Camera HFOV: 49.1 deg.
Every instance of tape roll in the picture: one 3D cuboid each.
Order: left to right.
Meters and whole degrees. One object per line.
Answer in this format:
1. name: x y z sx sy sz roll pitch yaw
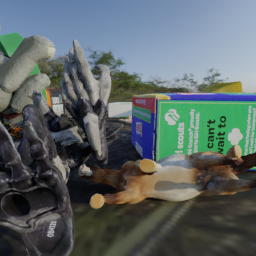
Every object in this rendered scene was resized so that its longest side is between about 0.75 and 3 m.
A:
1. tape roll: -3.581 -1.622 9.331 0.703 2.923 2.923 -24 18 -27

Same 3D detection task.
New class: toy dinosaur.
1. toy dinosaur: -2.676 0.096 6.324 0.885 0.452 0.601 -16 -17 26

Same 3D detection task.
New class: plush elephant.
1. plush elephant: -2.660 -0.786 6.741 2.314 2.810 2.176 17 -10 22

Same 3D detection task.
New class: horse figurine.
1. horse figurine: 0.463 0.391 2.417 1.930 0.482 1.279 -8 -10 -1

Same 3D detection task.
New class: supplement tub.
1. supplement tub: -2.920 -1.011 11.551 2.348 1.256 1.256 -5 8 -25

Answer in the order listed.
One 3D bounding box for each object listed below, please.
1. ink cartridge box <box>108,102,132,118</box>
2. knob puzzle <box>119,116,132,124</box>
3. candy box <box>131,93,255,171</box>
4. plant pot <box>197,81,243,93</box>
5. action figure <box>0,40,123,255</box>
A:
1. ink cartridge box: -0.161 -0.826 12.608 1.105 0.638 1.519 2 7 13
2. knob puzzle: 0.594 -0.317 10.043 1.671 0.232 1.671 0 7 0
3. candy box: 1.451 -0.058 4.415 2.627 1.012 2.221 -2 8 -6
4. plant pot: 3.087 -0.794 9.807 1.248 1.415 1.415 -13 10 -14
5. action figure: -0.870 -0.007 2.472 1.665 1.430 2.802 -12 9 -2
